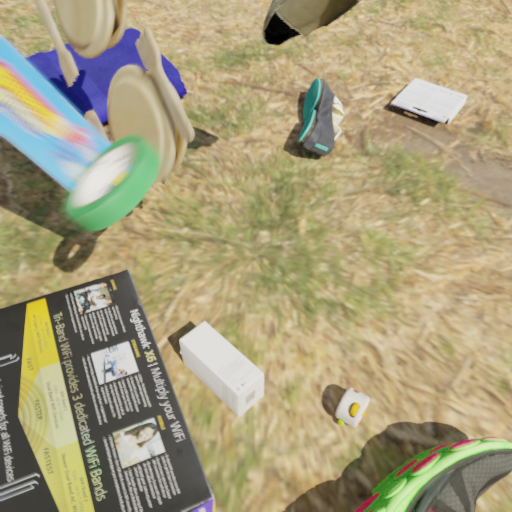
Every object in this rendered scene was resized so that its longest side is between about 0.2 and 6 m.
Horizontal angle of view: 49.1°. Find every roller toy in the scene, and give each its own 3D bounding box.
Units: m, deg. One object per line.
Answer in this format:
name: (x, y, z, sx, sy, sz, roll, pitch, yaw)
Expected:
roller toy: (1.218, 1.897, 7.003, 0.326, 0.467, 0.426, 25, 42, 20)

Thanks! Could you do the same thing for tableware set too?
tableware set: (-1.701, -2.545, 7.266, 0.664, 2.191, 3.314, -23, 89, -38)

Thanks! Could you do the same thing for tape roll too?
tape roll: (-1.176, -0.608, 4.598, 0.854, 0.205, 0.854, -24, 43, 25)

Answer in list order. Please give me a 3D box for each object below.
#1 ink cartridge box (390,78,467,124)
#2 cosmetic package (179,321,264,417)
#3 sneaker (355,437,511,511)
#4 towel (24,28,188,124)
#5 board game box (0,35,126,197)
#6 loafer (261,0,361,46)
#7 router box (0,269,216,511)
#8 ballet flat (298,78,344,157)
ink cartridge box: (3.587, -3.173, 11.710, 1.228, 0.250, 1.230, 29, 54, 24)
cosmetic package: (-0.456, 1.463, 7.288, 0.480, 0.609, 1.132, -35, 58, -27)
sneaker: (1.773, 2.911, 5.881, 2.814, 1.080, 1.179, -30, 77, -24)
towel: (-3.501, -3.499, 11.707, 3.450, 0.855, 2.547, -27, 60, -23)
board game box: (-2.746, -1.807, 6.479, 0.694, 2.433, 2.485, -47, 49, -4)
loafer: (0.635, -2.806, 6.374, 0.676, 1.799, 0.627, 34, 77, -22)
router box: (-2.299, 1.970, 6.621, 2.685, 0.892, 3.415, -17, 50, -15)
ballet flat: (1.307, -2.684, 11.009, 0.844, 0.844, 2.310, 6, 42, 5)
